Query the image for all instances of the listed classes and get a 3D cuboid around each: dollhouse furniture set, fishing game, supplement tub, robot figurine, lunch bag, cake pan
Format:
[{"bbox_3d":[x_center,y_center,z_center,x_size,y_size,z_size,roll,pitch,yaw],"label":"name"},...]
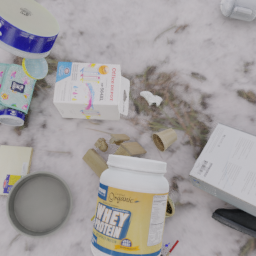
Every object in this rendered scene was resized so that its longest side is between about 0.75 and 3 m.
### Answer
[{"bbox_3d":[-0.480,0.984,10.183,1.432,1.227,1.505,43,108,21],"label":"dollhouse furniture set"},{"bbox_3d":[0.162,3.521,9.389,2.804,0.436,2.008,37,84,5],"label":"fishing game"},{"bbox_3d":[0.092,2.327,8.276,2.073,2.073,2.866,7,86,2],"label":"supplement tub"},{"bbox_3d":[4.716,-5.106,11.644,1.923,1.086,1.631,15,40,4],"label":"robot figurine"},{"bbox_3d":[-4.569,-1.463,10.451,2.066,1.260,1.760,7,73,1],"label":"lunch bag"},{"bbox_3d":[-2.968,2.576,9.532,2.182,0.400,2.182,2,77,-7],"label":"cake pan"}]

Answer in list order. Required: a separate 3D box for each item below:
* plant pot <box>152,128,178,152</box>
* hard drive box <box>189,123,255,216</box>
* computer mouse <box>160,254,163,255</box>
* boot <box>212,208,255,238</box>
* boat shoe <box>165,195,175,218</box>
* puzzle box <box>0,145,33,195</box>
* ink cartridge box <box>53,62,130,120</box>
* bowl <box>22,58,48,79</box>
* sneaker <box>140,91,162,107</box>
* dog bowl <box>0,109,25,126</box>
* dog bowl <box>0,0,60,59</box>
[{"bbox_3d":[1.388,0.383,10.213,0.706,0.771,0.771,-27,75,-19],"label":"plant pot"},{"bbox_3d":[3.825,1.406,9.091,2.870,1.102,2.237,24,71,31],"label":"hard drive box"},{"bbox_3d":[0.404,4.284,8.944,1.416,0.373,0.980,-32,85,-4],"label":"computer mouse"},{"bbox_3d":[4.279,2.188,9.486,2.282,0.909,2.769,24,78,-4],"label":"boot"},{"bbox_3d":[0.707,1.989,9.642,0.902,0.778,2.474,-34,76,-10],"label":"boat shoe"},{"bbox_3d":[-4.157,1.532,10.073,1.184,0.226,1.779,5,73,1],"label":"puzzle box"},{"bbox_3d":[-1.211,-1.308,10.226,2.520,1.578,1.619,2,73,1],"label":"ink cartridge box"},{"bbox_3d":[-2.907,-1.851,8.518,0.443,0.823,0.823,-6,69,36],"label":"bowl"},{"bbox_3d":[0.851,-1.113,10.831,0.902,0.352,0.448,23,78,8],"label":"sneaker"},{"bbox_3d":[-4.287,-0.378,10.308,0.896,0.896,0.353,3,71,1],"label":"dog bowl"},{"bbox_3d":[-3.160,-3.075,8.287,2.135,0.841,2.135,26,36,-21],"label":"dog bowl"}]
